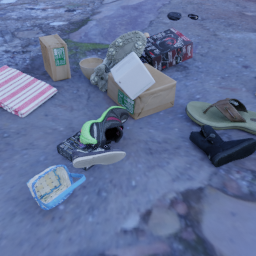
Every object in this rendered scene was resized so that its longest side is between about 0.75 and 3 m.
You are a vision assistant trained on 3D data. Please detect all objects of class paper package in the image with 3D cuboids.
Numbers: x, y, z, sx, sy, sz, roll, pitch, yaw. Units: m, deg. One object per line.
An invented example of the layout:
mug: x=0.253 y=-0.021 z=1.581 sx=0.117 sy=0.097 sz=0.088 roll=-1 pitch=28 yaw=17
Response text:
paper package: x=0.442 y=-1.327 z=9.666 sx=1.787 sy=0.970 sz=1.874 roll=-21 pitch=42 yaw=-26
paper package: x=-2.916 y=-2.822 z=11.243 sx=0.766 sy=1.480 sz=1.411 roll=-19 pitch=42 yaw=-23

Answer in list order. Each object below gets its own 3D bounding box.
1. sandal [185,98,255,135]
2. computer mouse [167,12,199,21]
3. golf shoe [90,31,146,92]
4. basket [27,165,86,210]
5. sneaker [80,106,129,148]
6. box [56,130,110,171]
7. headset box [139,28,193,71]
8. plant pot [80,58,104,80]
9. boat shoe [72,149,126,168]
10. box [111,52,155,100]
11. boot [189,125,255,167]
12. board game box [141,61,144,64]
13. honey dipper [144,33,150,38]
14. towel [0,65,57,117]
sandal: x=3.302 y=-0.500 z=8.652 sx=2.993 sy=0.854 sz=1.188 roll=9 pitch=38 yaw=12
computer mouse: x=1.684 y=-3.440 z=8.587 sx=0.965 sy=0.164 sz=0.283 roll=2 pitch=63 yaw=5
golf shoe: x=-0.320 y=-2.549 z=10.256 sx=1.034 sy=2.641 sz=1.284 roll=46 pitch=28 yaw=-8
basket: x=-1.599 y=1.294 z=6.201 sx=1.028 sy=0.811 sz=1.166 roll=-33 pitch=17 yaw=-35
sneaker: x=-0.487 y=0.039 z=7.888 sx=0.911 sy=0.835 sz=2.175 roll=26 pitch=32 yaw=15
box: x=-1.221 y=0.588 z=7.703 sx=1.173 sy=0.255 sz=0.940 roll=26 pitch=44 yaw=30
headset box: x=1.628 y=-3.373 z=11.932 sx=2.139 sy=0.802 sz=1.590 roll=-25 pitch=48 yaw=-11
plant pot: x=-1.396 y=-2.300 z=11.201 sx=1.010 sy=0.678 sz=1.010 roll=0 pitch=37 yaw=0
boat shoe: x=-0.686 y=0.610 z=6.618 sx=1.312 sy=0.477 sz=0.411 roll=-6 pitch=51 yaw=-25
box: x=0.137 y=-1.513 z=8.139 sx=0.887 sy=0.891 sz=0.763 roll=-37 pitch=36 yaw=11
boot: x=2.630 y=0.331 z=7.761 sx=1.528 sy=0.584 sz=1.284 roll=-19 pitch=44 yaw=-14
board game box: x=0.693 y=-2.747 z=12.238 sx=1.542 sy=0.150 sz=0.794 roll=-24 pitch=45 yaw=-28
honey dipper: x=1.506 y=-3.913 z=13.344 sx=0.508 sy=0.508 sz=2.677 roll=-17 pitch=46 yaw=-22
towel: x=-4.083 y=-1.345 z=10.015 sx=2.551 sy=0.382 sz=1.867 roll=25 pitch=43 yaw=13
